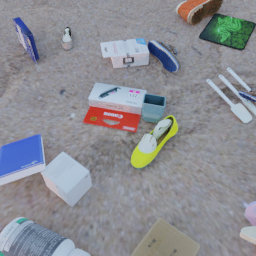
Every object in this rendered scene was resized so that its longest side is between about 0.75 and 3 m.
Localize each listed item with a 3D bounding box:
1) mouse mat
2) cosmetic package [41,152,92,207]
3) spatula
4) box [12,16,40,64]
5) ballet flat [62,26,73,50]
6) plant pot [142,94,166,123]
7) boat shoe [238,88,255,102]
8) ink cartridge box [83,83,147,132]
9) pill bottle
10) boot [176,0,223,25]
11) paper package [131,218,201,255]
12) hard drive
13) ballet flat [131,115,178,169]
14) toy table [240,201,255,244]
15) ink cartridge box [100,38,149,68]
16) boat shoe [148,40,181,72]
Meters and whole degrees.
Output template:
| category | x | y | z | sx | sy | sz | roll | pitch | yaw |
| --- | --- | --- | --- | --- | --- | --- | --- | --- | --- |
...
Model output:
| category | x | y | z | sx | sy | sz | roll | pitch | yaw |
| --- | --- | --- | --- | --- | --- | --- | --- | --- | --- |
| mouse mat | 5.004 | -4.883 | 13.979 | 2.222 | 0.104 | 2.761 | 22 | 53 | 18 |
| cosmetic package | -1.775 | 1.487 | 8.201 | 1.097 | 0.918 | 0.912 | 31 | 57 | 23 |
| spatula | 4.203 | -1.329 | 10.785 | 1.608 | 0.186 | 2.313 | -29 | 68 | -18 |
| box | -4.448 | -3.879 | 12.390 | 0.342 | 1.278 | 2.109 | -26 | 55 | -21 |
| ballet flat | -2.880 | -4.283 | 13.221 | 0.513 | 0.507 | 1.508 | -6 | 51 | -5 |
| plant pot | 0.885 | -0.653 | 9.977 | 0.790 | 0.807 | 0.792 | 9 | 34 | 4 |
| boat shoe | 4.710 | -1.239 | 10.478 | 1.181 | 0.426 | 0.427 | 21 | 88 | -6 |
| ink cartridge box | -0.482 | -0.816 | 10.412 | 2.074 | 0.452 | 1.800 | 10 | 50 | 8 |
| pill bottle | -2.030 | 3.076 | 6.732 | 2.062 | 1.166 | 1.166 | 18 | 53 | 16 |
| boot | 3.798 | -6.490 | 14.735 | 2.704 | 1.014 | 1.450 | -32 | 52 | -20 |
| paper package | 0.892 | 3.167 | 6.957 | 1.301 | 0.706 | 1.365 | 30 | 57 | 23 |
| hard drive | -3.257 | 0.880 | 8.532 | 1.348 | 0.259 | 2.043 | -19 | 27 | -11 |
| ballet flat | 0.867 | 0.349 | 9.232 | 0.759 | 0.761 | 2.271 | 30 | 57 | 30 |
| toy table | 3.717 | 2.680 | 6.938 | 1.771 | 1.628 | 1.037 | 10 | 31 | 36 |
| ink cartridge box | -0.161 | -3.265 | 12.279 | 1.968 | 0.657 | 1.140 | -8 | 51 | -6 |
| boat shoe | 1.731 | -3.238 | 12.187 | 0.787 | 0.785 | 2.174 | -21 | 54 | -21 |
